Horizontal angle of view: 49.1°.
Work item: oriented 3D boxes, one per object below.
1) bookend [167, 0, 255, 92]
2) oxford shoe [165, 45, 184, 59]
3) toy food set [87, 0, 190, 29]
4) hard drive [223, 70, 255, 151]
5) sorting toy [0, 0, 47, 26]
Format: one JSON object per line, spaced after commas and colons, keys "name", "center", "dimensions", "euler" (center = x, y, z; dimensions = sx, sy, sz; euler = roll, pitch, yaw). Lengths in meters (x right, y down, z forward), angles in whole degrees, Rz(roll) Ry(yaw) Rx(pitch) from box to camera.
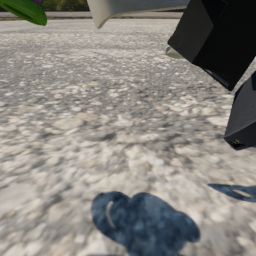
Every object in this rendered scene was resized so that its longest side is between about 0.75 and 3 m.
{"name": "bookend", "center": [1.144, -1.925, 4.043], "dimensions": [2.209, 2.223, 1.024], "euler": [9, 32, -31]}
{"name": "oxford shoe", "center": [1.502, -1.965, 7.036], "dimensions": [1.243, 0.467, 0.359], "euler": [11, 6, 25]}
{"name": "toy food set", "center": [0.392, -3.322, 6.429], "dimensions": [2.845, 2.042, 0.859], "euler": [-13, -12, -16]}
{"name": "hard drive", "center": [1.612, -0.331, 3.282], "dimensions": [0.312, 0.994, 1.474], "euler": [21, -18, 0]}
{"name": "sorting toy", "center": [-2.370, -2.759, 5.221], "dimensions": [2.105, 0.864, 1.265], "euler": [25, 3, 10]}
